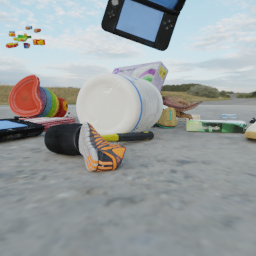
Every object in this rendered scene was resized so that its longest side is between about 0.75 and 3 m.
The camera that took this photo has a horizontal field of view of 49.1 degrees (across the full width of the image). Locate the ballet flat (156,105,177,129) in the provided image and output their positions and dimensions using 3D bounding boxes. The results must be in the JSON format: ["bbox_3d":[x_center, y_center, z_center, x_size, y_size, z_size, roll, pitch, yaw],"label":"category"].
[{"bbox_3d":[1.207,-0.495,10.750,0.880,0.808,2.563,-2,6,-18],"label":"ballet flat"}]

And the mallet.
[{"bbox_3d":[-0.467,0.205,6.000,0.934,0.584,2.836,-1,0,32],"label":"mallet"}]

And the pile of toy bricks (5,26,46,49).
[{"bbox_3d":[-2.432,-2.071,6.498,0.905,0.502,0.447,-1,30,1],"label":"pile of toy bricks"}]

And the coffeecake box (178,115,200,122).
[{"bbox_3d":[2.790,-0.452,12.806,0.803,0.293,0.616,-3,7,-29],"label":"coffeecake box"}]

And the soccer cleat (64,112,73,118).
[{"bbox_3d":[-3.035,-0.645,14.328,0.292,0.362,0.850,-3,7,-31],"label":"soccer cleat"}]

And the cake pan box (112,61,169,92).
[{"bbox_3d":[-0.003,-1.341,11.040,2.740,2.523,0.717,5,-28,45],"label":"cake pan box"}]

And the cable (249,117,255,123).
[{"bbox_3d":[5.648,-0.316,11.584,1.112,0.282,0.907,6,8,40],"label":"cable"}]

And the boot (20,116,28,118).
[{"bbox_3d":[-4.294,-0.542,13.326,1.722,0.643,0.834,5,28,-12],"label":"boot"}]

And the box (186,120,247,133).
[{"bbox_3d":[2.835,-0.072,9.045,1.767,0.321,1.275,1,6,16],"label":"box"}]

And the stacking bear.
[{"bbox_3d":[-3.649,-1.026,12.285,1.566,1.672,2.754,-16,-12,18],"label":"stacking bear"}]

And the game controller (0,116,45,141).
[{"bbox_3d":[-3.310,0.040,6.924,1.346,0.544,2.581,2,7,24],"label":"game controller"}]

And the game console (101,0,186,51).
[{"bbox_3d":[0.439,-3.083,7.026,1.921,1.690,1.118,18,4,-6],"label":"game console"}]

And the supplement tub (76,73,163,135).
[{"bbox_3d":[-0.110,-0.602,7.717,1.670,1.670,2.532,2,7,20],"label":"supplement tub"}]

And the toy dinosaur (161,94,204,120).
[{"bbox_3d":[1.608,-0.924,10.971,1.734,1.098,2.559,25,-6,-34],"label":"toy dinosaur"}]

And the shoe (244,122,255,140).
[{"bbox_3d":[3.707,-0.092,7.321,0.931,0.711,2.663,5,7,37],"label":"shoe"}]

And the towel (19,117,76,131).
[{"bbox_3d":[-3.476,-0.125,9.772,2.773,0.315,1.997,2,8,35],"label":"towel"}]

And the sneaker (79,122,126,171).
[{"bbox_3d":[-0.402,0.307,4.381,0.609,0.421,1.086,7,34,-25],"label":"sneaker"}]

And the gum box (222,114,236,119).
[{"bbox_3d":[5.389,-0.616,14.924,0.691,0.181,0.814,2,6,17],"label":"gum box"}]
